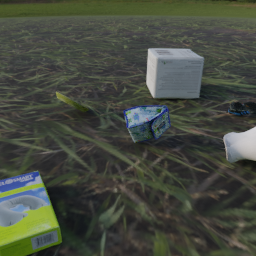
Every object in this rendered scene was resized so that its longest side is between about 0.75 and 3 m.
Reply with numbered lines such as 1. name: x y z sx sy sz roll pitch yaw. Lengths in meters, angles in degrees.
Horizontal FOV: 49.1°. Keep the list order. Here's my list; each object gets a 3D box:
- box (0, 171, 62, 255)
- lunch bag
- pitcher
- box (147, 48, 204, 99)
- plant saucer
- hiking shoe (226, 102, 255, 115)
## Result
1. box: -1.913 1.388 4.814 1.103 0.431 1.809 -12 29 -25
2. lunch bag: 0.522 -0.129 6.963 1.054 0.896 0.672 -17 60 4
3. pitcher: 3.156 0.312 6.293 1.649 0.999 1.414 -9 4 31
4. box: 1.688 -2.080 10.543 1.772 1.518 1.763 0 25 -6
5. plant saucer: -1.762 -0.786 8.781 1.160 0.180 1.160 28 -1 1
6. hiking shoe: 3.642 -0.581 8.747 1.018 0.441 0.379 9 63 2
